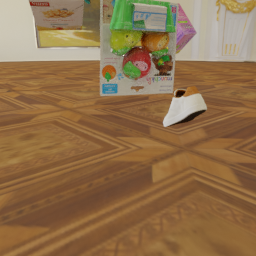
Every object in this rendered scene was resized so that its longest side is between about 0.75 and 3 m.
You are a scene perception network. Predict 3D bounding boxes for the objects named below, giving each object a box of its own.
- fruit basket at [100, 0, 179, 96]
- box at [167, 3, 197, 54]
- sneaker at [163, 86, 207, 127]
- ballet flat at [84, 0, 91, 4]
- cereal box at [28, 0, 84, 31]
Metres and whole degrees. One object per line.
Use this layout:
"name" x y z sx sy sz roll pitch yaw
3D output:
"fruit basket" 0.290 -1.683 5.968 1.837 1.984 0.930 -5 12 -23
"box" 1.602 -3.514 10.026 0.641 1.327 1.167 -19 -13 -33
"sneaker" 0.921 -0.364 4.809 0.450 0.523 1.235 -13 -10 -20
"ballet flat" -1.719 -5.329 11.487 0.258 0.260 0.759 19 11 14
"cereal box" -2.449 -4.093 9.802 1.728 0.475 2.401 -5 -2 -10
